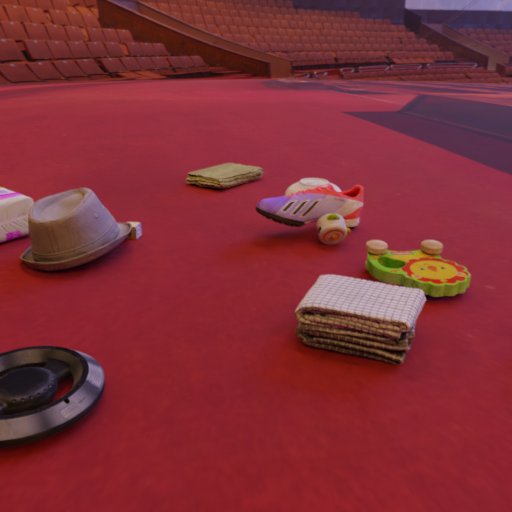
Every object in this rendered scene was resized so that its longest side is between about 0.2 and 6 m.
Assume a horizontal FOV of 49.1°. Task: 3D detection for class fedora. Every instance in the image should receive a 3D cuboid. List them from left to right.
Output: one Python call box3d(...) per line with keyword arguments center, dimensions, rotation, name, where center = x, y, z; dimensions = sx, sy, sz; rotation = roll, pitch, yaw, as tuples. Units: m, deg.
box3d(center=(-3.417, -0.623, 10.362), dimensions=(2.013, 1.028, 2.276), rotation=(-6, 24, 13), name="fedora")

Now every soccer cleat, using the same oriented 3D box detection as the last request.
box3d(center=(1.126, -1.093, 11.412), dimensions=(2.459, 0.900, 0.839), rotation=(1, 24, -28), name="soccer cleat")

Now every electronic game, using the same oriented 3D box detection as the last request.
box3d(center=(-2.598, 1.521, 6.277), dimensions=(1.752, 0.365, 1.752), rotation=(-1, 21, 0), name="electronic game")

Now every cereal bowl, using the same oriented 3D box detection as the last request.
box3d(center=(1.386, -1.498, 13.426), dimensions=(1.447, 0.602, 1.447), rotation=(1, 22, 0), name="cereal bowl")

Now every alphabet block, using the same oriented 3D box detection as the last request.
box3d(center=(-2.529, -0.518, 11.419), dimensions=(0.286, 0.281, 0.279), rotation=(3, 22, 11), name="alphabet block")

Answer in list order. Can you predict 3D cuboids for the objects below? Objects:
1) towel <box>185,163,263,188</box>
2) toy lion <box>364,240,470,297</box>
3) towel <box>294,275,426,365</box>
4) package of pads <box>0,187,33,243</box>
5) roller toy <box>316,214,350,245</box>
box3d(center=(-0.863, -2.211, 15.511), dimensions=(1.429, 0.351, 1.926), rotation=(16, 28, 36), name="towel")
box3d(center=(2.660, 0.243, 9.270), dimensions=(1.543, 0.530, 1.479), rotation=(0, 25, 1), name="toy lion")
box3d(center=(1.430, 0.823, 7.656), dimensions=(1.568, 0.671, 1.299), rotation=(8, 21, 21), name="towel")
box3d(center=(-6.102, -0.709, 11.032), dimensions=(2.092, 0.923, 2.707), rotation=(18, 28, 37), name="package of pads")
box3d(center=(1.482, -0.501, 10.950), dimensions=(0.558, 0.612, 0.428), rotation=(-32, 46, 28), name="roller toy")
